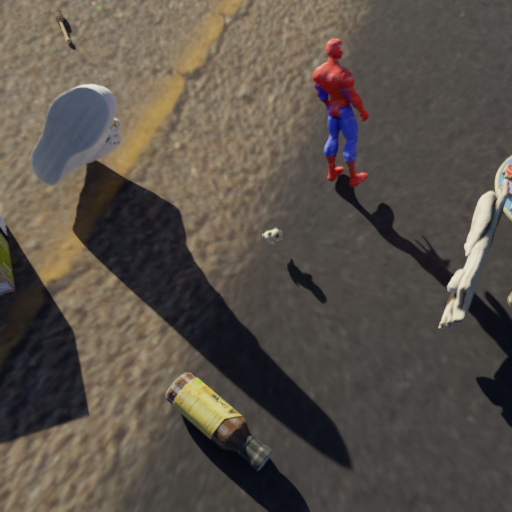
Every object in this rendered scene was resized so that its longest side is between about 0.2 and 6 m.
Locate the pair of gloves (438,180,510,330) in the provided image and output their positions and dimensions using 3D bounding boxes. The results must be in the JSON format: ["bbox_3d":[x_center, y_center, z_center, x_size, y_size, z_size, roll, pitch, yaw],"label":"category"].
[{"bbox_3d":[3.036,0.057,7.891,0.377,2.153,1.830,20,74,21],"label":"pair of gloves"}]

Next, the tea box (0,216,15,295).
[{"bbox_3d":[-4.937,-0.043,9.055,1.544,1.031,1.519,-16,62,-9],"label":"tea box"}]

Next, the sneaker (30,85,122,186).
[{"bbox_3d":[-2.792,-2.246,9.520,0.925,2.511,1.451,52,45,-9],"label":"sneaker"}]

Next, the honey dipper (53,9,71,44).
[{"bbox_3d":[-4.252,-5.045,12.333,0.194,0.194,1.024,-22,65,-12],"label":"honey dipper"}]

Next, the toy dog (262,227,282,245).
[{"bbox_3d":[0.302,-0.368,9.406,0.321,0.331,0.231,22,64,-29],"label":"toy dog"}]

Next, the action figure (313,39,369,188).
[{"bbox_3d":[1.431,-2.387,9.426,0.830,2.538,0.656,28,58,38],"label":"action figure"}]

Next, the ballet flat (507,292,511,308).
[{"bbox_3d":[4.827,0.525,9.092,1.583,0.367,0.533,-13,59,-13],"label":"ballet flat"}]

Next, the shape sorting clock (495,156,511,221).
[{"bbox_3d":[5.275,-1.105,10.020,1.975,0.387,1.975,0,61,0],"label":"shape sorting clock"}]

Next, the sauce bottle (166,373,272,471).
[{"bbox_3d":[-0.522,2.379,8.016,1.694,0.548,0.548,37,67,16],"label":"sauce bottle"}]
